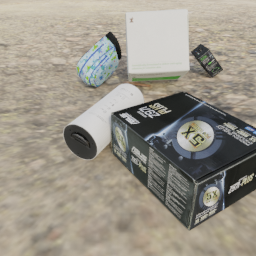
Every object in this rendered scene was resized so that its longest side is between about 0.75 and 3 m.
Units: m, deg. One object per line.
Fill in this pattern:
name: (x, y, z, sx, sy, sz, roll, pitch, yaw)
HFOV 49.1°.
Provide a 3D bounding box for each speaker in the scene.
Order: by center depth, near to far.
speaker: (-0.515, -0.244, 6.968, 0.966, 0.966, 2.380, 15, 37, 24)

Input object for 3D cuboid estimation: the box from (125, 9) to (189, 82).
box: (0.965, -2.758, 9.693, 2.043, 2.053, 1.759, -2, -1, 1)

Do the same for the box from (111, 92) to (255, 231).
box: (1.188, 0.397, 5.764, 2.131, 1.121, 2.603, -18, 37, -27)

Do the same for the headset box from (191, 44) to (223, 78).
headset box: (3.027, -2.647, 10.854, 0.518, 1.117, 0.973, -39, 27, 15)

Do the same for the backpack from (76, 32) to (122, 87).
backpack: (-1.004, -2.267, 9.753, 1.703, 1.390, 1.310, -30, 79, -7)
